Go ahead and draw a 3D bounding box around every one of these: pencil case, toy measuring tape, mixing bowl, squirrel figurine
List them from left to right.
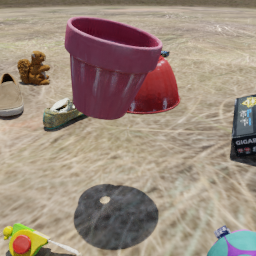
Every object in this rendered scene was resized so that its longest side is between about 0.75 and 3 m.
[{"bbox_3d":[-3.949,-2.546,11.659,1.382,1.290,0.978,-4,29,-7],"label":"squirrel figurine"},{"bbox_3d":[-1.393,1.927,4.399,1.323,0.487,0.487,23,32,4],"label":"toy measuring tape"},{"bbox_3d":[0.510,-1.795,10.018,2.879,1.559,2.879,1,29,-1],"label":"mixing bowl"},{"bbox_3d":[1.734,2.183,3.264,0.884,0.960,2.077,38,14,-29],"label":"pencil case"}]

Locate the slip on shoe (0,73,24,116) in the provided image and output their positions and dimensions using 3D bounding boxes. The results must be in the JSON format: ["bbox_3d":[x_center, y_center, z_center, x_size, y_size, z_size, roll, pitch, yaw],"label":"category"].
[{"bbox_3d":[-4.136,-1.200,9.696,0.980,0.781,2.579,-8,29,-14],"label":"slip on shoe"}]

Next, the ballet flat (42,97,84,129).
[{"bbox_3d":[-1.748,-0.656,8.780,0.761,0.761,2.154,20,34,33],"label":"ballet flat"}]

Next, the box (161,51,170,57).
[{"bbox_3d":[1.839,-4.236,15.934,0.920,0.212,0.731,12,31,21],"label":"box"}]

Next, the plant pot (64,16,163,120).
[{"bbox_3d":[-0.354,-0.984,4.858,1.582,1.416,1.582,12,30,-7],"label":"plant pot"}]

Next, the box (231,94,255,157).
[{"bbox_3d":[3.963,-0.281,7.422,2.163,0.626,2.721,-11,21,28],"label":"box"}]
